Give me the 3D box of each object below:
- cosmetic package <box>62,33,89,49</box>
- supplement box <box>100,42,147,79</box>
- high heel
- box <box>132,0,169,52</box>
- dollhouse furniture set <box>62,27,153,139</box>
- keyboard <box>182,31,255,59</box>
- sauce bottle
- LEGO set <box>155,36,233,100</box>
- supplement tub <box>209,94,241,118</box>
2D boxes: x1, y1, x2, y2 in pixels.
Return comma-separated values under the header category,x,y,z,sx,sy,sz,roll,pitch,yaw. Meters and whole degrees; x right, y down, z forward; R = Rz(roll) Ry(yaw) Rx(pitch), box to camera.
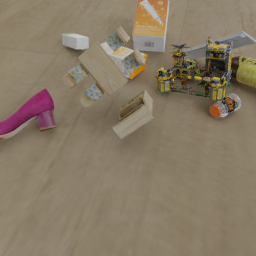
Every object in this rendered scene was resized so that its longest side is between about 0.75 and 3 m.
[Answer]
category,x,y,z,sx,sy,sz,roll,pitch,yaw
cosmetic package,-1.967,-3.241,10.463,0.547,0.431,1.016,-19,34,-40
supplement box,-0.316,-2.306,9.438,1.628,0.599,1.026,24,37,18
high heel,-3.042,-0.316,7.218,2.268,0.764,1.090,-12,86,-24
box,0.875,-3.930,10.514,1.173,0.919,1.886,5,70,7
dollhouse furniture set,-0.365,-1.045,6.973,1.884,2.150,1.428,-35,16,19
keyboard,2.784,-2.578,8.972,0.705,0.134,2.506,11,-5,-32
sauce bottle,3.730,-1.801,8.816,0.823,0.823,2.542,-32,43,-28
LEGO set,2.008,-1.910,8.306,2.429,1.407,1.868,19,43,34
supplement tub,2.753,-0.614,7.975,0.835,0.511,0.511,-26,51,-23
